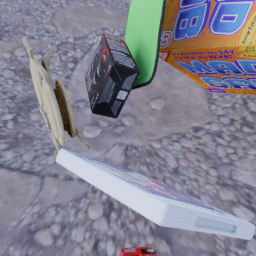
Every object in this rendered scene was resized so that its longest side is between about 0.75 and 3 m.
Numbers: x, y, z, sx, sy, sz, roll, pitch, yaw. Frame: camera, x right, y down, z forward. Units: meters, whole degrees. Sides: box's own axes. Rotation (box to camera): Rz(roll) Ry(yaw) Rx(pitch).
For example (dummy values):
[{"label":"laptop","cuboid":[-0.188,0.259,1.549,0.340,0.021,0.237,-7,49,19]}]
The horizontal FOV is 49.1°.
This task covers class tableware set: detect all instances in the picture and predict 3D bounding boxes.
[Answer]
[{"label":"tableware set","cuboid":[-1.338,-0.606,5.165,0.509,1.680,2.541,-16,33,-20]}]

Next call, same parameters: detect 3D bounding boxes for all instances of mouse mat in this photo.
[{"label":"mouse mat","cuboid":[0.278,-2.125,5.528,0.106,2.265,2.815,10,89,-18]}]

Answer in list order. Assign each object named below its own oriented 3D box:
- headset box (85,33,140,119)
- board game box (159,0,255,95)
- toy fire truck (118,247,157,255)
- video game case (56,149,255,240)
[{"label":"headset box","cuboid":[-0.361,-1.018,5.186,0.521,1.031,1.388,12,37,-25]},{"label":"board game box","cuboid":[2.655,-2.380,6.145,2.653,2.651,2.650,14,85,49]},{"label":"toy fire truck","cuboid":[-0.049,2.090,3.753,1.297,1.839,0.448,5,85,-12]},{"label":"video game case","cuboid":[0.331,0.909,4.006,2.236,2.037,0.257,15,82,49]}]
